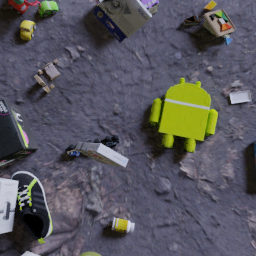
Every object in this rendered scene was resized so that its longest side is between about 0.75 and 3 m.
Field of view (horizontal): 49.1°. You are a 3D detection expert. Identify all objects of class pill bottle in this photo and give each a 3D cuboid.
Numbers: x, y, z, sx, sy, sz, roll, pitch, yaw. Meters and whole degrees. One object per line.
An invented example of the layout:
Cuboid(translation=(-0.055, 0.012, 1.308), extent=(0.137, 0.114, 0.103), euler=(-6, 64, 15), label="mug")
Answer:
Cuboid(translation=(-0.185, 3.672, 10.503), extent=(0.803, 0.452, 0.452), euler=(10, 84, 1), label="pill bottle")

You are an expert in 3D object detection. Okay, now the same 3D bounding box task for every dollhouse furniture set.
Cuboid(translation=(-3.044, -2.103, 11.046), extent=(1.123, 0.548, 0.957), euler=(-37, 86, -3), label="dollhouse furniture set")

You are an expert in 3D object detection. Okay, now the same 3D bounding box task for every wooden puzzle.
Cuboid(translation=(3.691, -4.257, 11.218), extent=(1.275, 0.221, 1.890), euler=(-36, 88, -29), label="wooden puzzle")

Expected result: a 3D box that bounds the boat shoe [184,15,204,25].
Cuboid(translation=(2.713, -4.412, 11.397), extent=(0.860, 0.311, 0.311), euler=(-16, 84, -2), label="boat shoe")

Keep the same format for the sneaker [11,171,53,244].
Cuboid(translation=(-3.511, 2.823, 10.239), extent=(0.992, 1.146, 2.766), euler=(-28, 85, -3), label="sneaker")

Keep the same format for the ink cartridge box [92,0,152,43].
Cuboid(translation=(-0.231, -3.769, 9.305), extent=(1.482, 0.301, 1.479), euler=(-35, 117, 28), label="ink cartridge box")

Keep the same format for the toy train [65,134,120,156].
Cuboid(translation=(-1.368, 0.704, 10.875), extent=(2.153, 0.367, 0.493), euler=(-13, 96, -2), label="toy train")

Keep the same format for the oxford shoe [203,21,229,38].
Cuboid(translation=(3.561, -3.967, 11.351), extent=(1.256, 0.363, 0.472), euler=(33, 47, -8), label="oxford shoe")

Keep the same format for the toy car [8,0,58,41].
Cuboid(translation=(-3.774, -4.737, 11.363), extent=(1.869, 0.443, 1.986), euler=(-21, 85, -2), label="toy car")

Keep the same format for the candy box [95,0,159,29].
Cuboid(translation=(-0.054, -5.007, 11.249), extent=(2.004, 0.717, 1.681), euler=(-33, 85, -3), label="candy box")

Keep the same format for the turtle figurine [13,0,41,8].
Cuboid(translation=(-4.206, -5.805, 10.852), extent=(2.168, 1.458, 2.896), euler=(2, 61, -17), label="turtle figurine")

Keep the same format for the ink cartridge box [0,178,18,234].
Cuboid(translation=(-4.798, 2.778, 10.168), extent=(1.322, 0.767, 1.832), euler=(2, 82, 33), label="ink cartridge box")

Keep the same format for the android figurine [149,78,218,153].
Cuboid(translation=(2.174, -0.522, 10.870), extent=(2.583, 0.583, 2.838), euler=(10, 85, 1), label="android figurine")

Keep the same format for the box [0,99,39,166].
Cuboid(translation=(-5.013, 0.421, 10.240), extent=(2.607, 1.620, 1.936), euler=(-23, 85, -2), label="box")

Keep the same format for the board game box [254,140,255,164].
Cuboid(translation=(5.638, 1.327, 10.767), extent=(1.352, 0.400, 1.777), euler=(-1, 84, 0), label="board game box")

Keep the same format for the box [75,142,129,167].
Cuboid(translation=(-0.763, 0.741, 7.922), extent=(1.029, 1.320, 0.272), euler=(34, 69, -31), label="box")

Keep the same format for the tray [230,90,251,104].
Cuboid(translation=(4.481, -1.232, 11.187), extent=(0.815, 0.090, 0.438), euler=(-8, 83, -1), label="tray")

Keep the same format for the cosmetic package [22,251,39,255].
Cuboid(translation=(-3.472, 5.389, 10.177), extent=(1.249, 0.768, 1.245), euler=(19, 84, 3), label="cosmetic package")

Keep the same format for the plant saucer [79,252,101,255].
Cuboid(translation=(-1.428, 5.372, 10.456), extent=(1.386, 0.215, 1.386), euler=(0, 84, 0), label="plant saucer")
